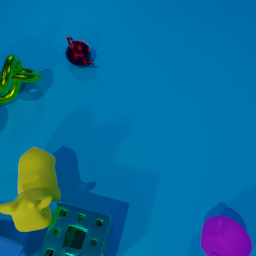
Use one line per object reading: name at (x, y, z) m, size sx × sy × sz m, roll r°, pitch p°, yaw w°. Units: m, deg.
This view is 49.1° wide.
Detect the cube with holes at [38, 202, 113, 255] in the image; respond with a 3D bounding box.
cube with holes at (-0.954, 2.192, 5.498) m, size 1.046 × 1.046 × 1.046 m, roll 13°, pitch 65°, yaw 6°

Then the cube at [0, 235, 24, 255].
cube at (-2.354, 2.255, 4.836) m, size 0.739 × 0.739 × 0.739 m, roll 29°, pitch 64°, yaw -18°

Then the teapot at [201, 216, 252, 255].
teapot at (1.825, 2.260, 5.381) m, size 0.962 × 1.547 × 0.757 m, roll 15°, pitch 39°, yaw 39°

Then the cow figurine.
cow figurine at (-1.809, 1.103, 5.400) m, size 0.910 × 1.631 × 1.658 m, roll -9°, pitch 71°, yaw -5°

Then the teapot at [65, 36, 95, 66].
teapot at (-1.323, -2.069, 7.722) m, size 0.721 × 0.567 × 1.159 m, roll -35°, pitch 82°, yaw -32°

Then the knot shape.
knot shape at (-3.019, -1.127, 6.940) m, size 1.457 × 1.557 × 0.720 m, roll -33°, pitch 93°, yaw 8°
